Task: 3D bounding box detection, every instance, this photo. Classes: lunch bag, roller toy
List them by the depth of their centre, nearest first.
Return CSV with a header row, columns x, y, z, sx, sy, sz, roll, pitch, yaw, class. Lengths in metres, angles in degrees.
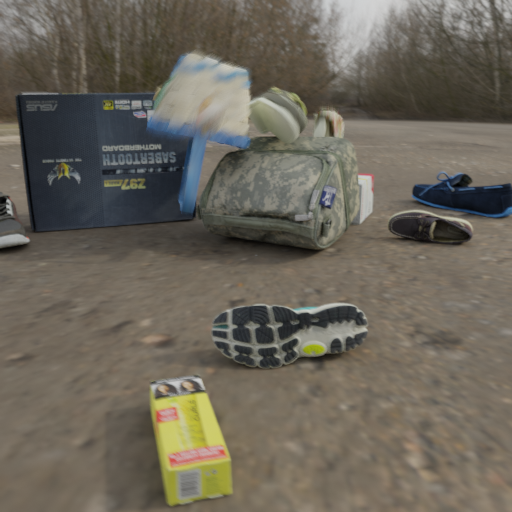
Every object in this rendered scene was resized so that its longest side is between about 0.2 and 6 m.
x,y,z,sx,sy,sz,roll,pitch,yaw,class
-0.754,-2.171,8.738,0.380,0.496,0.544,10,-25,-17,roller toy
0.525,-1.182,11.433,2.873,2.002,2.409,8,36,27,lunch bag

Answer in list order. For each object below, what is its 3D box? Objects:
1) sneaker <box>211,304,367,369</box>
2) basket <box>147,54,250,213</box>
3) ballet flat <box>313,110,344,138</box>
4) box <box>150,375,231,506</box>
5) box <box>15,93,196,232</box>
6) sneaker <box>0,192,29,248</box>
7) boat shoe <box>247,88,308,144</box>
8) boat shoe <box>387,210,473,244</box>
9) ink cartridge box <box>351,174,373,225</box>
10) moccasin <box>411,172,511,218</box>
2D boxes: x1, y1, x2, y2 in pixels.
x,y,z,sx,sy,sz,roll,pitch,yaw,class
0.385,0.947,6.835,1.912,0.741,0.762,1,-3,-13,sneaker
-1.157,-2.312,10.980,1.951,2.805,2.473,6,8,-12,basket
1.522,-2.233,12.712,0.890,2.353,0.752,-9,-17,34,ballet flat
-0.631,1.576,5.011,0.537,0.358,1.427,-4,18,-14,box
-3.296,-2.188,12.730,3.737,2.947,0.953,-5,18,-18,box
-5.332,-0.785,11.523,0.929,0.988,2.412,-11,20,-31,sneaker
0.501,-2.961,11.449,0.835,0.998,2.792,-33,22,-3,boat shoe
3.576,-0.565,11.504,1.706,0.614,0.553,10,14,11,boat shoe
2.208,-1.403,13.505,0.978,0.983,1.353,7,19,21,ink cartridge box
5.362,-1.690,14.492,1.118,0.947,2.779,-16,24,-42,moccasin
